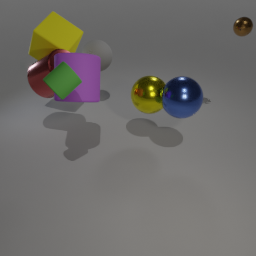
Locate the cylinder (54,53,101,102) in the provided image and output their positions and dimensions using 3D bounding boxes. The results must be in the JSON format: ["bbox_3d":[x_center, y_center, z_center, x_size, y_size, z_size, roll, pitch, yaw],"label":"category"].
[{"bbox_3d":[-1.563,-1.520,8.679,1.400,1.400,1.400,2,6,0],"label":"cylinder"}]

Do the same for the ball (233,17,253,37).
[{"bbox_3d":[4.334,-3.817,10.562,0.700,0.700,0.700,0,31,0],"label":"ball"}]

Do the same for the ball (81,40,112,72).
[{"bbox_3d":[-1.402,-3.241,12.611,1.400,1.400,1.400,0,31,0],"label":"ball"}]

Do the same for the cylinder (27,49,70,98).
[{"bbox_3d":[-2.623,-1.920,10.031,1.400,1.400,1.400,-16,16,40],"label":"cylinder"}]

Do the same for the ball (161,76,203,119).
[{"bbox_3d":[1.787,-1.013,9.329,1.400,1.400,1.400,0,31,0],"label":"ball"}]

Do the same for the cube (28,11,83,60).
[{"bbox_3d":[-2.825,-3.326,10.962,1.400,1.400,1.400,32,55,-9],"label":"cube"}]

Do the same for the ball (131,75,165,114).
[{"bbox_3d":[0.796,-1.218,10.287,1.400,1.400,1.400,0,31,0],"label":"ball"}]

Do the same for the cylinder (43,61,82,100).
[{"bbox_3d":[-1.651,-1.195,7.085,0.700,0.700,0.700,-43,42,-5],"label":"cylinder"}]
